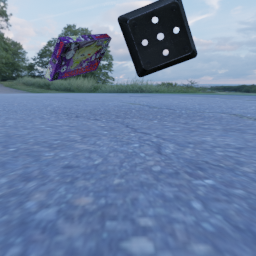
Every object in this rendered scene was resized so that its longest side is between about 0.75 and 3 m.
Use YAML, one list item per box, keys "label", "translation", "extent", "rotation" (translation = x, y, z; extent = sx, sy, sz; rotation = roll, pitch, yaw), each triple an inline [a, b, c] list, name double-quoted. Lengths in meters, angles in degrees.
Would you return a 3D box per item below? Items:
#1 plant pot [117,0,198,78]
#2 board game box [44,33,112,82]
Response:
- label: "plant pot"
  translation: [1.053, -3.164, 9.718]
  extent: [2.471, 2.465, 2.192]
  rotation: [-18, 15, 10]
- label: "board game box"
  translation: [-1.876, -2.816, 10.966]
  extent: [0.459, 1.706, 2.843]
  rotation: [45, 37, 10]
